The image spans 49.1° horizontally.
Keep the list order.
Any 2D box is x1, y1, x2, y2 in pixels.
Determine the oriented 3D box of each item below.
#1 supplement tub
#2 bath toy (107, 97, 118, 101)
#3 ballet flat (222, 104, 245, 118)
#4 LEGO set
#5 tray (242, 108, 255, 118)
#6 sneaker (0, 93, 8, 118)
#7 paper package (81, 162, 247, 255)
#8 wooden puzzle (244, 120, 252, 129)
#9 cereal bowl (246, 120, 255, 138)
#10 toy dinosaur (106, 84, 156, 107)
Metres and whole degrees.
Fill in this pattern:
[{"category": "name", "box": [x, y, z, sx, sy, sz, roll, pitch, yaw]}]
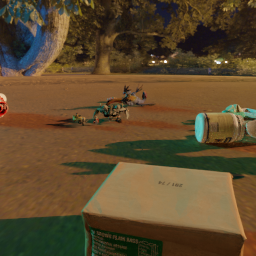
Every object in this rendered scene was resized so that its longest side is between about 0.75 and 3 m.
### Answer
[{"category": "supplement tub", "box": [2.922, -0.009, 9.003, 1.333, 0.967, 0.967, 0, 14, -1]}, {"category": "bath toy", "box": [-1.026, -1.793, 17.791, 0.831, 0.361, 0.307, 6, 37, 41]}, {"category": "ballet flat", "box": [4.680, -0.681, 12.324, 0.675, 0.706, 2.005, 7, 15, 38]}, {"category": "LEGO set", "box": [-1.022, -0.704, 12.110, 1.786, 0.779, 2.750, 11, 16, 33]}, {"category": "tray", "box": [6.000, -0.686, 13.415, 1.010, 0.209, 1.880, -5, 14, -21]}, {"category": "sneaker", "box": [-6.277, -1.055, 13.491, 1.477, 0.920, 2.756, 4, 18, 10]}, {"category": "paper package", "box": [0.521, 1.249, 3.865, 1.852, 0.958, 1.765, 4, 14, 14]}, {"category": "wooden puzzle", "box": [4.534, -0.110, 10.124, 1.885, 0.327, 2.794, -2, -1, -43]}, {"category": "cereal bowl", "box": [4.522, 0.091, 9.053, 1.273, 0.530, 1.273, 1, -17, 0]}, {"category": "toy dinosaur", "box": [0.242, -1.799, 16.276, 2.584, 1.357, 2.345, -9, -9, 15]}]
